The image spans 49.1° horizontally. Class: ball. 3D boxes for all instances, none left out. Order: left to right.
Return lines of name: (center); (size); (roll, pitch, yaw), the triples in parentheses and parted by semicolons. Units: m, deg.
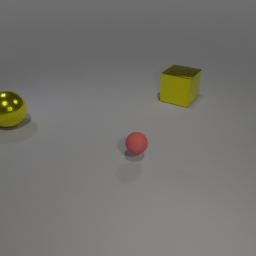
ball: (-4.632, -0.721, 10.776); (1.400, 1.400, 1.400); (0, 30, 0)
ball: (0.267, 0.466, 8.691); (0.700, 0.700, 0.700); (0, 30, 0)

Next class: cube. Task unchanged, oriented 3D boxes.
cube: (2.415, -1.969, 12.907); (1.400, 1.400, 1.400); (17, 34, 27)
